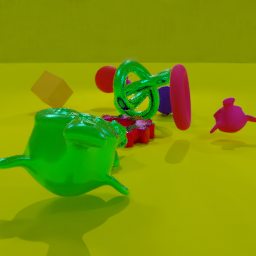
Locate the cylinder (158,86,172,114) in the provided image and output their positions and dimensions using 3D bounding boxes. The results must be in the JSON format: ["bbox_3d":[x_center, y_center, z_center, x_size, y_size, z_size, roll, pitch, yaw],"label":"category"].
[{"bbox_3d":[1.265,-0.916,9.143,0.877,0.877,0.877,2,7,10],"label":"cylinder"}]

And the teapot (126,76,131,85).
[{"bbox_3d":[-0.135,-1.860,12.240,0.682,1.098,0.537,18,57,-4],"label":"teapot"}]

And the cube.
[{"bbox_3d":[-2.660,-1.306,9.856,0.896,0.896,0.896,28,-14,25],"label":"cube"}]

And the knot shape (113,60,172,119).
[{"bbox_3d":[0.479,-1.085,7.677,1.875,2.004,0.926,-30,59,-5],"label":"knot shape"}]

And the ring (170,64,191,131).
[{"bbox_3d":[1.169,-0.663,6.133,0.291,1.453,1.453,-4,12,18],"label":"ring"}]

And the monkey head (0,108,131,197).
[{"bbox_3d":[-0.674,0.354,3.420,1.833,1.104,1.319,15,2,-16],"label":"monkey head"}]

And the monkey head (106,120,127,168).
[{"bbox_3d":[-0.457,0.304,5.061,1.285,0.924,0.774,-2,-16,-28],"label":"monkey head"}]

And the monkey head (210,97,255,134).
[{"bbox_3d":[2.329,-0.263,6.340,1.095,0.788,0.660,-15,58,7],"label":"monkey head"}]

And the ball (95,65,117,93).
[{"bbox_3d":[-0.737,-1.841,10.636,1.051,1.051,1.051,0,14,0],"label":"ball"}]

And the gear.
[{"bbox_3d":[-0.297,0.028,6.821,1.868,0.345,1.868,0,15,0],"label":"gear"}]
